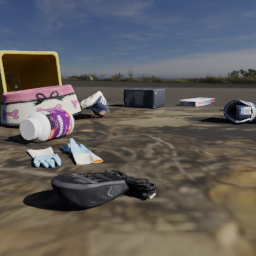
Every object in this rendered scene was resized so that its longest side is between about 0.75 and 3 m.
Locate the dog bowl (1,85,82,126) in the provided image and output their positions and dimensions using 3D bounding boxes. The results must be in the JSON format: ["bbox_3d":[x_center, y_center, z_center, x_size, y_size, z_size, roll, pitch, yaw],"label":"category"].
[{"bbox_3d":[-2.959,-0.832,9.459,2.698,0.995,2.698,-8,12,2],"label":"dog bowl"}]

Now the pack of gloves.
[{"bbox_3d":[-1.259,0.422,5.360,1.149,0.270,1.367,-4,10,-25],"label":"pack of gloves"}]

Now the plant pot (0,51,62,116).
[{"bbox_3d":[-4.491,-1.763,11.624,2.528,2.455,2.471,4,13,43],"label":"plant pot"}]

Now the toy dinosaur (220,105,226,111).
[{"bbox_3d":[4.585,-0.911,13.147,0.904,0.214,0.398,-5,26,-27],"label":"toy dinosaur"}]

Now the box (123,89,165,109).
[{"bbox_3d":[0.871,-1.579,14.732,1.825,0.952,1.351,6,12,32],"label":"box"}]

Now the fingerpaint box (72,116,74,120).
[{"bbox_3d":[-2.531,-0.374,9.386,0.996,0.438,1.194,4,11,20],"label":"fingerpaint box"}]

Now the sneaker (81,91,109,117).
[{"bbox_3d":[-1.104,-0.804,10.343,0.791,0.892,2.111,-28,8,10],"label":"sneaker"}]

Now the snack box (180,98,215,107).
[{"bbox_3d":[4.057,-1.518,16.186,0.982,0.332,2.730,8,12,37],"label":"snack box"}]

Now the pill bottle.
[{"bbox_3d":[-1.947,-0.061,6.787,0.717,0.717,1.274,5,12,27],"label":"pill bottle"}]

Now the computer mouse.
[{"bbox_3d":[-0.342,0.764,3.409,1.257,0.331,0.870,6,4,-41],"label":"computer mouse"}]

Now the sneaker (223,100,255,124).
[{"bbox_3d":[4.379,-0.567,9.174,2.436,0.854,1.322,-1,2,40],"label":"sneaker"}]
